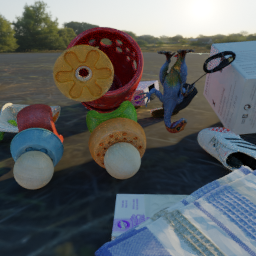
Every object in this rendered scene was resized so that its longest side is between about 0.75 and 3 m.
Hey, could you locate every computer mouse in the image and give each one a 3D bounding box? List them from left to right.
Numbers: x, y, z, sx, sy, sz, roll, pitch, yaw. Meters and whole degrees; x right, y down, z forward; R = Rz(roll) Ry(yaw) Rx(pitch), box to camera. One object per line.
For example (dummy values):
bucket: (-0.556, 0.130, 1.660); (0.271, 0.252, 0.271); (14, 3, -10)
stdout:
computer mouse: (1.766, -1.093, 7.136); (0.667, 2.275, 0.387); (30, 35, -26)

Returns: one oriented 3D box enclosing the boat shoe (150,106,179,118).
boat shoe: (1.197, -0.582, 9.246); (0.989, 0.366, 0.328); (-5, 25, -15)

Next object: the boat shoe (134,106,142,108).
boat shoe: (0.499, -0.948, 10.493); (0.305, 0.322, 0.896); (7, 31, 25)

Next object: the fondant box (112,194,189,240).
fondant box: (0.448, 1.256, 3.642); (1.261, 0.367, 0.910); (0, 18, 2)

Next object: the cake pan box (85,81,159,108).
cake pan box: (-0.128, -1.310, 10.644); (2.413, 0.631, 2.222); (-2, 18, 19)

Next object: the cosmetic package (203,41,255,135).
cosmetic package: (3.384, -1.183, 7.786); (1.757, 1.755, 2.130); (-6, 38, -6)

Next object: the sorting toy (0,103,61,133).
sorting toy: (-2.639, -0.139, 7.002); (1.480, 0.791, 1.332); (4, 12, 12)

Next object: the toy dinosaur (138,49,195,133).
toy dinosaur: (1.235, -0.913, 6.900); (1.135, 1.961, 2.161); (6, 13, 30)

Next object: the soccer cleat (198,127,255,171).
soccer cleat: (2.045, 0.464, 5.647); (0.821, 0.661, 1.928); (-7, 24, -33)

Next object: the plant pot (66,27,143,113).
plant pot: (-0.689, -1.475, 8.021); (2.068, 2.068, 1.883); (-2, -18, -6)

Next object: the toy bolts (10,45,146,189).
toy bolts: (-1.035, 0.003, 5.072); (2.498, 2.386, 1.733); (-19, 35, 1)

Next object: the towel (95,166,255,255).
towel: (1.294, 1.382, 2.862); (2.771, 0.330, 2.035); (-15, 38, -35)

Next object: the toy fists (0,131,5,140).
toy fists: (-3.703, 0.181, 6.808); (1.360, 0.468, 0.693); (-5, 12, -11)
